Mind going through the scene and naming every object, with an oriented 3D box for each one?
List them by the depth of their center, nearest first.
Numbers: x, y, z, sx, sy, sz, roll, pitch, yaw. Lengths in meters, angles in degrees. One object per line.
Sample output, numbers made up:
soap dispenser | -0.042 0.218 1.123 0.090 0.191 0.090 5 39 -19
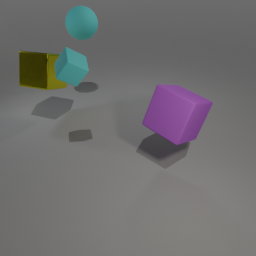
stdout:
cube | -1.657 -1.777 8.185 0.700 0.700 0.700 18 41 -37
cube | 1.566 -0.467 8.890 1.400 1.400 1.400 33 24 30
cube | -3.477 -2.384 11.589 1.400 1.400 1.400 10 15 20
ball | -2.019 -4.573 12.217 1.400 1.400 1.400 0 31 0
